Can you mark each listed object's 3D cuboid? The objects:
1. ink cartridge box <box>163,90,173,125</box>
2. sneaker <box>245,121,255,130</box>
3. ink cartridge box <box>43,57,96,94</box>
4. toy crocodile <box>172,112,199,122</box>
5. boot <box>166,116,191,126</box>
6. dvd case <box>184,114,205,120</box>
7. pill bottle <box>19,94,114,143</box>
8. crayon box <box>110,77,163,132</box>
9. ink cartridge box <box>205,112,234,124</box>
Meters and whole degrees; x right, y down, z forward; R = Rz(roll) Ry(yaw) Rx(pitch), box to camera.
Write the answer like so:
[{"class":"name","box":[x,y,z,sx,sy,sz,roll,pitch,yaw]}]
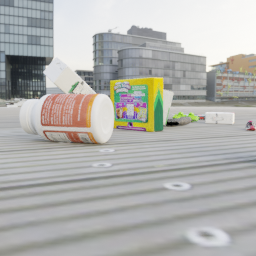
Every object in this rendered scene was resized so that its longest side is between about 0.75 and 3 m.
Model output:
[{"class":"ink cartridge box","box":[1.205,-0.961,12.339,0.818,1.421,1.947,12,4,-9]},{"class":"sneaker","box":[4.575,-0.085,10.484,0.355,0.328,0.880,2,6,16]},{"class":"ink cartridge box","box":[-2.447,-1.862,12.346,2.272,0.958,1.660,44,-2,-40]},{"class":"toy crocodile","box":[2.918,-0.492,14.287,1.479,0.457,0.499,6,48,38]},{"class":"boot","box":[2.173,-0.223,12.019,1.149,0.401,0.757,-10,7,10]},{"class":"dvd case","box":[4.405,-0.669,16.911,2.232,0.246,1.629,0,5,7]},{"class":"pill bottle","box":[-1.621,-0.273,7.440,2.278,1.278,1.278,3,6,17]},{"class":"crayon box","box":[0.292,-0.889,10.552,2.203,1.900,0.642,5,8,43]},{"class":"ink cartridge box","box":[4.448,-0.487,13.555,1.262,0.522,0.925,3,6,25]}]
